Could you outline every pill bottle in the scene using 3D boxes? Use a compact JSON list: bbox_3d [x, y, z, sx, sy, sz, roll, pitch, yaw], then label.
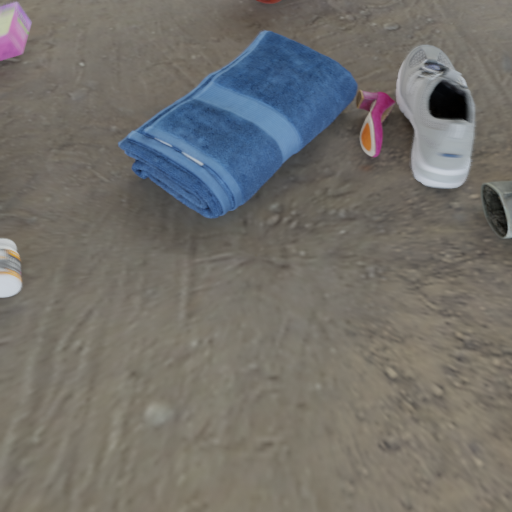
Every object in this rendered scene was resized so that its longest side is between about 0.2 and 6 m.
[{"bbox_3d":[-3.661,0.164,8.096,0.466,0.466,0.801,-13,52,-10],"label":"pill bottle"}]

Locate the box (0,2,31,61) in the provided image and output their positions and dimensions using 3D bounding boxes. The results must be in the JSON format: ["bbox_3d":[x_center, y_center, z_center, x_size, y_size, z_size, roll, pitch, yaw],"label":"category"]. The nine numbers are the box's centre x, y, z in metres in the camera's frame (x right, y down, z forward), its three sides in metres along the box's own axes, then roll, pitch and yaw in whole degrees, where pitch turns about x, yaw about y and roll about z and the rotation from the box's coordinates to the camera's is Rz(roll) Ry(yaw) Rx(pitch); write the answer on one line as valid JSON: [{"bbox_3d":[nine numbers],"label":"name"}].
[{"bbox_3d":[-5.335,-4.621,11.658,0.957,0.526,1.088,-11,57,11],"label":"box"}]

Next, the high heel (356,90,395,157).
[{"bbox_3d":[2.293,-2.383,10.220,0.784,0.551,1.635,8,49,-13],"label":"high heel"}]

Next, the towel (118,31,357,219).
[{"bbox_3d":[-0.148,-2.452,9.870,2.314,1.006,4.145,32,57,22],"label":"towel"}]

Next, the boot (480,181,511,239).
[{"bbox_3d":[4.670,-1.115,9.062,2.104,0.763,1.913,-7,49,3],"label":"boot"}]

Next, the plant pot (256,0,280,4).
[{"bbox_3d":[0.519,-7.111,13.274,1.885,1.885,1.833,21,62,16],"label":"plant pot"}]

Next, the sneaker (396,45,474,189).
[{"bbox_3d":[3.328,-2.798,9.854,1.271,1.395,3.402,2,52,-1],"label":"sneaker"}]
